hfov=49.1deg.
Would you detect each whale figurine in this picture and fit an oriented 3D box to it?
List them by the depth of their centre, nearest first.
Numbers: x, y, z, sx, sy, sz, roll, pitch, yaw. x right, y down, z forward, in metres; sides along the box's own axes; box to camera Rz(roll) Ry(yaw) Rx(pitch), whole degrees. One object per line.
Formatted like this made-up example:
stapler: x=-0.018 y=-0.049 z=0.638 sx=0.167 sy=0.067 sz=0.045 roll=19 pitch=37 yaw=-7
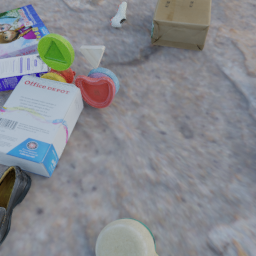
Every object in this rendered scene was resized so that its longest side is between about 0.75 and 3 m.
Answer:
whale figurine: x=0.063 y=2.953 z=5.997 sx=1.577 sy=1.029 sz=1.982 roll=-15 pitch=77 yaw=17

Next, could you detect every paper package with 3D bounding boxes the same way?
paper package: x=2.017 y=-4.148 z=10.604 sx=2.082 sy=1.130 sz=2.184 roll=9 pitch=57 yaw=6

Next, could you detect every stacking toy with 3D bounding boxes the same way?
stacking toy: x=-1.445 y=-1.839 z=8.455 sx=2.509 sy=2.272 sz=1.060 roll=13 pitch=45 yaw=10

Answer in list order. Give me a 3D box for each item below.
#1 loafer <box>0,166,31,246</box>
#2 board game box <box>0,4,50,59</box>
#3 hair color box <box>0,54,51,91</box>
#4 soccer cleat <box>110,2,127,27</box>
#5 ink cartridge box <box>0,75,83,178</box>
loafer: x=-3.172 y=1.965 z=6.612 sx=0.865 sy=0.859 sz=2.376 roll=12 pitch=57 yaw=7
board game box: x=-4.347 y=-3.486 z=10.523 sx=2.467 sy=0.509 sz=2.473 roll=-26 pitch=60 yaw=-17
hair color box: x=-3.570 y=-1.862 z=9.335 sx=1.898 sy=0.615 sz=1.038 roll=-11 pitch=51 yaw=-6
soccer cleat: x=-0.256 y=-4.541 z=11.312 sx=0.520 sy=0.464 sz=1.340 roll=20 pitch=65 yaw=8
ink cartridge box: x=-2.564 y=-0.122 z=7.880 sx=1.814 sy=1.062 sz=2.509 roll=14 pitch=60 yaw=9
